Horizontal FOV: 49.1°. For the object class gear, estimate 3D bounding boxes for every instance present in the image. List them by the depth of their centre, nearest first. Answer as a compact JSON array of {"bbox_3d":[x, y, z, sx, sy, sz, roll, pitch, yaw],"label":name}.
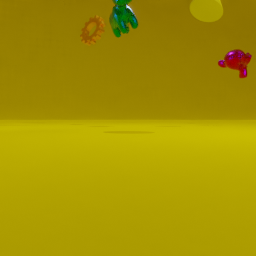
[{"bbox_3d":[-1.411,-3.887,11.175,1.202,1.202,0.222,2,-15,40],"label":"gear"}]

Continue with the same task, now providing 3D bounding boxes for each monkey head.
[{"bbox_3d":[3.862,-2.270,9.962,0.851,1.015,1.412,-5,4,-16],"label":"monkey head"}]

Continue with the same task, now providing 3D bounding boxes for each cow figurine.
[{"bbox_3d":[-0.241,-3.408,8.097,0.744,1.334,1.355,-31,16,-16],"label":"cow figurine"}]

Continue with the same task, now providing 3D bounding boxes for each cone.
[{"bbox_3d":[2.432,-3.841,8.230,0.974,0.978,0.974,21,-15,6],"label":"cone"}]
